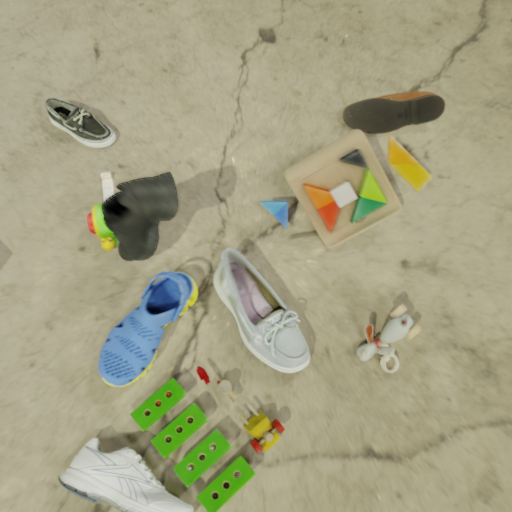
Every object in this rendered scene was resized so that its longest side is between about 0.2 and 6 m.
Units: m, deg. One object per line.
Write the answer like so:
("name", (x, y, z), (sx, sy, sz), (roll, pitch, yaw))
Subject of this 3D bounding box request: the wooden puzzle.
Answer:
("wooden puzzle", (1.636, -1.210, 10.356), (2.813, 0.329, 1.897), (-36, 102, 14))

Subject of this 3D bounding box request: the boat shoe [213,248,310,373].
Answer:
("boat shoe", (0.073, 0.929, 9.705), (0.908, 0.790, 2.463), (-23, 60, -23))

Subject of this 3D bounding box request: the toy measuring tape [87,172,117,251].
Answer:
("toy measuring tape", (-2.941, -0.997, 10.927), (0.726, 0.726, 1.973), (-8, 61, -5))

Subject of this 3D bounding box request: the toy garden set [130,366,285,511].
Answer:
("toy garden set", (-0.718, 2.762, 8.973), (1.683, 0.403, 2.019), (-39, 67, -18))

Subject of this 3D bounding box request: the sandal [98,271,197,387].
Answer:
("sandal", (-1.855, 1.105, 9.495), (0.944, 1.034, 2.375), (29, 67, 3))

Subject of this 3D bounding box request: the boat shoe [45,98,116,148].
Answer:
("boat shoe", (-3.826, -2.880, 12.066), (1.740, 0.554, 0.615), (26, 63, 14))

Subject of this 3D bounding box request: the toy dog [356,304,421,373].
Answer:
("toy dog", (2.221, 1.357, 9.401), (0.786, 0.574, 1.191), (31, 92, 18))

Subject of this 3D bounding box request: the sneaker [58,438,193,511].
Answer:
("sneaker", (-1.882, 3.396, 8.400), (2.112, 0.787, 0.920), (19, 57, 10))

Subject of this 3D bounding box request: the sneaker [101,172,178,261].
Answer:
("sneaker", (-2.160, -0.645, 9.617), (1.094, 2.410, 0.915), (-6, 63, -29))

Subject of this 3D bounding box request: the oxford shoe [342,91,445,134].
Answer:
("oxford shoe", (2.921, -3.193, 12.277), (2.191, 0.781, 0.781), (-7, 33, -4))
